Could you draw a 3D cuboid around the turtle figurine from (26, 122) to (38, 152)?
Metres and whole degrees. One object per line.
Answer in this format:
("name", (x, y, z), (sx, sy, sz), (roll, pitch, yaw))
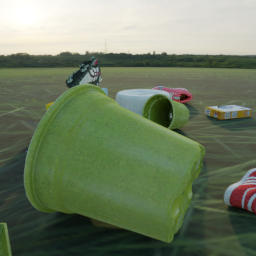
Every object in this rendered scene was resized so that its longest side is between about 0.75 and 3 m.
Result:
("turtle figurine", (-2.034, 0.456, 7.157), (1.007, 1.039, 0.748), (2, 49, -7))

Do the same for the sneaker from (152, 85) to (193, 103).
("sneaker", (2.217, -1.718, 14.650), (2.528, 0.932, 1.097), (-4, 17, -16))

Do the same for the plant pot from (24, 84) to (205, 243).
("plant pot", (-0.018, 0.638, 4.373), (2.066, 2.247, 2.247), (18, 21, 22))

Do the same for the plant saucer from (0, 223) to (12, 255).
("plant saucer", (-2.045, 1.721, 3.330), (1.238, 0.296, 1.236), (-7, 17, -27))

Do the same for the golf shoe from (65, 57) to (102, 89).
("golf shoe", (-1.516, -1.889, 10.698), (0.942, 1.075, 2.440), (-18, 25, 24))

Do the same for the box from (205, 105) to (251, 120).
("box", (4.367, -0.698, 12.041), (1.812, 0.376, 1.079), (-4, 16, -22))

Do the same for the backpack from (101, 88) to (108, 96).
("backpack", (-1.258, -0.746, 9.132), (1.090, 1.437, 1.722), (-3, -16, -15))

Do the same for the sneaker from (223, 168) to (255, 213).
("sneaker", (2.384, 1.149, 5.111), (1.274, 0.454, 0.717), (-22, 21, -36))

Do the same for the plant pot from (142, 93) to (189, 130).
("plant pot", (1.410, -0.458, 9.696), (1.261, 1.372, 1.372), (0, 11, -45))

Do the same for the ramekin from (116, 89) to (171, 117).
("ramekin", (0.586, -0.851, 11.096), (2.342, 1.142, 2.342), (0, 15, 0))

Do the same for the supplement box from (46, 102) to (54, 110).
("supplement box", (-2.189, -0.548, 10.429), (0.904, 0.898, 1.650), (5, 16, 18))
